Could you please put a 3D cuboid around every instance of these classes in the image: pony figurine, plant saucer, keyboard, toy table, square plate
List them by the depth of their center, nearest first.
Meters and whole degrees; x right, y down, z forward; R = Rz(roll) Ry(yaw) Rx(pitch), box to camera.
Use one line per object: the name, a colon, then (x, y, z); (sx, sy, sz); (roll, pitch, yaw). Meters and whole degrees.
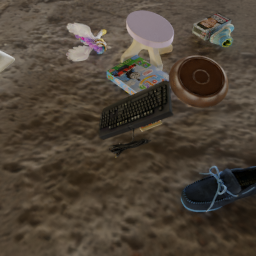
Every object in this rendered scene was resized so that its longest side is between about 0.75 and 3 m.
keyboard: (0.082, -0.134, 6.655); (0.237, 2.303, 1.464); (17, 63, -43)
plant saucer: (2.721, -1.864, 10.588); (2.322, 0.372, 2.322); (2, 67, -5)
square plate: (-6.548, -2.609, 11.379); (2.759, 0.392, 2.733); (30, 63, 20)
toy table: (0.835, -3.611, 11.722); (2.401, 1.530, 2.612); (-9, 50, -7)
pony figurine: (-1.700, -3.782, 12.095); (1.848, 1.594, 1.914); (2, 34, -10)

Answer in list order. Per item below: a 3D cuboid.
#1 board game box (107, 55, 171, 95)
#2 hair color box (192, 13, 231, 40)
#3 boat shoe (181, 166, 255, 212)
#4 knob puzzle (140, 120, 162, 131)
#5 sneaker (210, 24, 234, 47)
board game box: (0.490, -1.957, 11.066); (1.659, 0.401, 2.193); (-35, 59, -26)
hair color box: (4.022, -4.889, 13.448); (1.714, 0.520, 0.849); (-30, 57, -22)
boat shoe: (2.762, 1.482, 7.829); (2.731, 0.937, 1.149); (-17, 52, -14)
knob puzzle: (0.640, -0.369, 9.908); (1.009, 0.140, 1.009); (0, 50, 0)
sneaker: (4.573, -4.177, 12.837); (1.452, 0.577, 0.948); (-37, 56, -16)
